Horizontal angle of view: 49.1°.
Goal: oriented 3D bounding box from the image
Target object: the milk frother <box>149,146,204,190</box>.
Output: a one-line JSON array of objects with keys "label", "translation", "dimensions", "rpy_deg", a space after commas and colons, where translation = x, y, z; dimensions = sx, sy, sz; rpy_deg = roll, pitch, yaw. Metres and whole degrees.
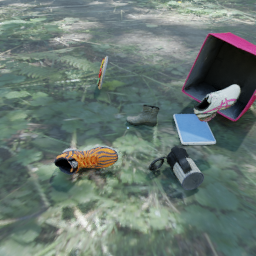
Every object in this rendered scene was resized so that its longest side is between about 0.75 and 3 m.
[{"label": "milk frother", "translation": [1.166, 1.067, 6.984], "dimensions": [1.012, 0.914, 0.952], "rpy_deg": [-42, 36, 11]}]

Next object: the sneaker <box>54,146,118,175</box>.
[{"label": "sneaker", "translation": [-1.080, 0.867, 7.023], "dimensions": [1.606, 0.623, 0.900], "rpy_deg": [-6, 10, 11]}]

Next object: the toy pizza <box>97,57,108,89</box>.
[{"label": "toy pizza", "translation": [-1.013, -2.159, 10.923], "dimensions": [0.210, 1.328, 1.328], "rpy_deg": [12, 34, -8]}]

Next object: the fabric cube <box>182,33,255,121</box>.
[{"label": "fabric cube", "translation": [3.372, -1.741, 9.096], "dimensions": [2.066, 2.027, 2.059], "rpy_deg": [35, 33, 22]}]

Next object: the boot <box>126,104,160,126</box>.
[{"label": "boot", "translation": [0.475, -0.460, 9.014], "dimensions": [1.048, 0.685, 0.355], "rpy_deg": [5, 30, 3]}]

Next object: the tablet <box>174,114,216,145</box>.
[{"label": "tablet", "translation": [2.069, 0.011, 8.882], "dimensions": [1.036, 0.109, 1.592], "rpy_deg": [-1, 35, -2]}]

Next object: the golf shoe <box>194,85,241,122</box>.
[{"label": "golf shoe", "translation": [2.275, -0.691, 7.117], "dimensions": [1.292, 0.595, 0.469], "rpy_deg": [-38, 45, 7]}]
